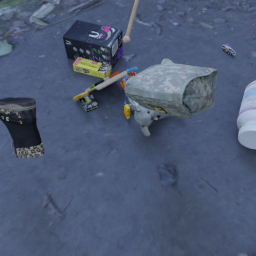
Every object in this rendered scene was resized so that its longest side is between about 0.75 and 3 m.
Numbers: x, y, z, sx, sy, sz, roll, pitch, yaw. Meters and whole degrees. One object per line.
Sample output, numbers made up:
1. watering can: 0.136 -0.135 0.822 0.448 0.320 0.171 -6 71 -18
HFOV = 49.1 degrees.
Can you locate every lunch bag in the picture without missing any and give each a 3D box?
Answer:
1. lunch bag: 1.279 -1.102 8.258 1.919 1.376 2.340 17 26 36

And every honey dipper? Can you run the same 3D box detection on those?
1. honey dipper: 0.261 -4.454 10.438 0.496 2.613 0.496 16 10 -3

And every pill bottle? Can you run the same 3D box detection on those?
1. pill bottle: 5.286 -0.555 11.284 1.501 1.501 2.760 19 56 14

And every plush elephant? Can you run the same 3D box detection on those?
1. plush elephant: 0.937 -0.813 11.315 2.325 1.915 1.801 -18 34 22

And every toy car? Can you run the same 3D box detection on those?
1. toy car: 0.324 -1.614 12.516 1.197 0.812 2.439 -4 53 -3

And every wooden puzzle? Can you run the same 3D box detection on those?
1. wooden puzzle: -1.048 -2.062 12.511 2.818 0.330 1.901 -34 15 -27

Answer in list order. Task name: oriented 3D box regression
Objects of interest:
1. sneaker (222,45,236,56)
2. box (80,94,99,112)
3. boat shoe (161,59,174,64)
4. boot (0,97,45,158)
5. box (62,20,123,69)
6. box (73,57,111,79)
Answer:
1. sneaker: 5.345 -4.131 14.699 0.369 0.356 0.884 -23 56 -23
2. box: -1.739 -1.117 12.537 0.620 0.171 0.773 -23 57 -16
3. boat shoe: 2.102 -2.738 13.470 0.715 0.616 1.985 -9 54 -7
4. boot: -3.520 -0.032 8.650 2.341 1.762 0.856 2 21 32
5. box: -1.712 -4.227 14.110 2.589 1.373 1.583 16 55 13
6. box: -1.744 -2.937 13.725 1.770 0.444 0.666 17 55 12
